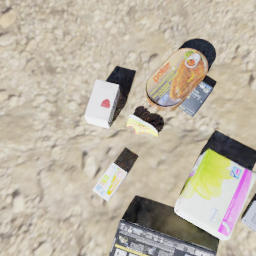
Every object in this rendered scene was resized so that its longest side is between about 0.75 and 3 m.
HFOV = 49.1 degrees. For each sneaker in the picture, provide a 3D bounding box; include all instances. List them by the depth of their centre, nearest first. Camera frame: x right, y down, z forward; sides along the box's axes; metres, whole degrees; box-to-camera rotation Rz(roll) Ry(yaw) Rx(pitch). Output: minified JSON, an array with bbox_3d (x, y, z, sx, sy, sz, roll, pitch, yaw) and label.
[{"bbox_3d":[0.424,0.021,8.331,1.050,0.410,0.474,30,88,11],"label":"sneaker"}]

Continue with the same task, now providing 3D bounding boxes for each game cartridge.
[{"bbox_3d":[3.768,2.564,7.586,1.194,0.248,0.795,37,72,11],"label":"game cartridge"}]

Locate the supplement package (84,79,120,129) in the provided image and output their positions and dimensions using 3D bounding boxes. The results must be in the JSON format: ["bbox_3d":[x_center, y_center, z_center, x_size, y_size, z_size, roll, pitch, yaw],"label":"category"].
[{"bbox_3d":[-0.742,-0.697,8.327,0.724,0.716,1.195,14,75,4],"label":"supplement package"}]

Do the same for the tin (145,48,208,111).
[{"bbox_3d":[1.439,-1.455,8.394,1.225,0.458,2.188,42,79,10],"label":"tin"}]

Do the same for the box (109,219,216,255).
[{"bbox_3d":[0.695,3.696,7.010,2.570,0.631,2.072,17,72,5],"label":"box"}]

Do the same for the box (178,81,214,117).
[{"bbox_3d":[1.769,-1.151,8.679,1.375,0.351,1.084,36,77,11],"label":"box"}]

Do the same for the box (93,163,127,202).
[{"bbox_3d":[-0.479,1.502,7.777,0.528,0.476,0.939,33,75,10],"label":"box"}]

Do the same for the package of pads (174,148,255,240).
[{"bbox_3d":[2.327,1.739,7.592,1.557,0.687,2.015,28,75,8],"label":"package of pads"}]
